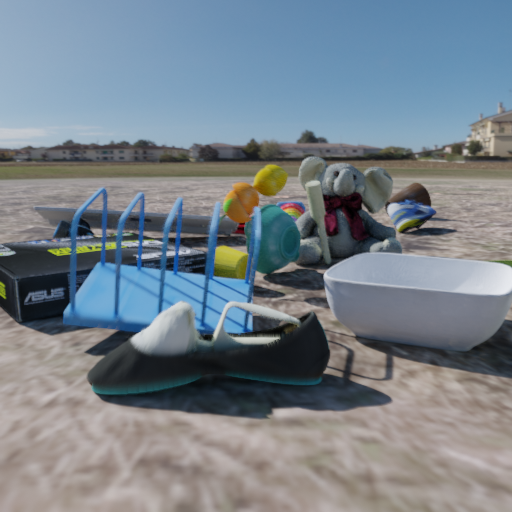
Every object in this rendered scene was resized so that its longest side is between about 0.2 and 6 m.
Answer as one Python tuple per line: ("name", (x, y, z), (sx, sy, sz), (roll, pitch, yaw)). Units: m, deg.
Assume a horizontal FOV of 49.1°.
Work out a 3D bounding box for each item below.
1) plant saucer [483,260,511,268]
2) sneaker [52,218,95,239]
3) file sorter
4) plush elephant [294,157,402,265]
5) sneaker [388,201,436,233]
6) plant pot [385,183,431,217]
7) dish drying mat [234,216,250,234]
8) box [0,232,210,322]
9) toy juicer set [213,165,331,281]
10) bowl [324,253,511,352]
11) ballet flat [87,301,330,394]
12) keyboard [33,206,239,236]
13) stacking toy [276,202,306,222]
("plant saucer", (4.278, 0.399, 8.590), (2.025, 0.315, 2.025), (1, 11, 0))
("sneaker", (-4.006, -0.417, 12.690), (0.753, 0.673, 1.839), (27, 5, -7))
("file sorter", (-1.006, 0.037, 6.582), (2.067, 1.268, 1.434), (7, 21, -2))
("plush elephant", (1.774, -1.009, 11.485), (2.156, 2.027, 2.618), (1, 10, 4))
("sneaker", (4.305, -1.188, 15.430), (1.921, 0.710, 0.790), (-10, 58, -49))
("plant pot", (4.886, -1.688, 18.361), (1.206, 1.128, 1.128), (-21, 17, -19))
("dish drying mat", (0.233, -1.048, 16.417), (1.434, 0.340, 3.734), (5, 12, 30))
("box", (-2.648, 0.176, 8.770), (2.893, 0.687, 2.794), (-8, 11, -35))
("toy juicer set", (0.299, -0.607, 9.641), (0.812, 1.898, 2.983), (8, 13, 38))
("bowl", (1.972, 0.515, 6.699), (2.052, 0.766, 2.049), (4, 11, 25))
("ballet flat", (-0.425, 0.794, 5.161), (2.212, 0.757, 0.752), (-2, 7, -8))
("keyboard", (-2.781, -0.863, 13.537), (4.715, 0.251, 1.327), (3, -16, -7))
("stacking toy", (0.873, -0.836, 14.552), (0.799, 0.845, 1.456), (0, 21, 8))
